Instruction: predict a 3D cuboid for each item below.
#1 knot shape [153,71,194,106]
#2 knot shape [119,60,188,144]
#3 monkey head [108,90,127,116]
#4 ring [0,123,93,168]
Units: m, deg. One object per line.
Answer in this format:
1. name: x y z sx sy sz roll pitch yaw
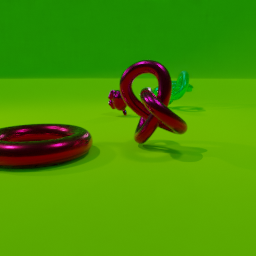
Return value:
1. knot shape: 1.926 -1.593 11.286 1.903 0.880 1.781 -31 0 -21
2. knot shape: 0.396 -0.509 5.219 0.743 1.504 1.607 -18 2 -22
3. monkey head: -0.248 -0.982 9.438 0.678 1.126 0.810 7 27 22
4. ring: -1.648 0.258 5.043 2.017 0.403 2.017 0 11 0
